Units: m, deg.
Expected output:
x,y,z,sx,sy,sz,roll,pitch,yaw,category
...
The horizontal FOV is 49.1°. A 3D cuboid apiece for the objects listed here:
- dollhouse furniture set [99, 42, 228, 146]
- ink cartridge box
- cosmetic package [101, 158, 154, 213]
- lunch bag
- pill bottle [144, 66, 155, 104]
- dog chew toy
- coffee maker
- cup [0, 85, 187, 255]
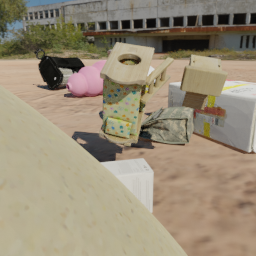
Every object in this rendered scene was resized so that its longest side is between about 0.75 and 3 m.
x,y,z,sx,sy,sz,roll,pitch,yaw,category
0.486,-0.138,4.703,1.775,2.007,1.116,10,42,6,dollhouse furniture set
2.771,-0.515,7.356,2.151,1.236,2.964,-9,19,-28,ink cartridge box
-0.300,0.845,3.827,1.221,0.657,0.518,-2,17,-13,cosmetic package
0.919,-0.101,6.889,1.286,0.756,1.055,0,16,20,lunch bag
0.095,-0.968,7.836,0.937,1.673,0.937,17,39,-14,pill bottle
-1.574,-2.130,12.541,2.501,1.558,1.558,-22,26,-33,dog chew toy
-3.431,-3.197,14.869,1.514,2.159,2.248,-12,6,30,coffee maker
-0.712,0.926,1.092,1.802,2.519,2.519,18,10,-21,cup
